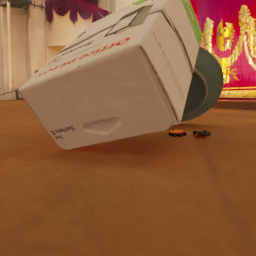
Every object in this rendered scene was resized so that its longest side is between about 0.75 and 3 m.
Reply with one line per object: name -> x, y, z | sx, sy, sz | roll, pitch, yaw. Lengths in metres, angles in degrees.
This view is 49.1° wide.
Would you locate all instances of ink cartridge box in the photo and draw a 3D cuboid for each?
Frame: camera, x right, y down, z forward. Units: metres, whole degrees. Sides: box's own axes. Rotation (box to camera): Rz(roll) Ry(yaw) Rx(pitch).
ink cartridge box -> -0.056, -1.107, 4.591 | 2.035, 1.175, 2.797 | -13, 33, 30

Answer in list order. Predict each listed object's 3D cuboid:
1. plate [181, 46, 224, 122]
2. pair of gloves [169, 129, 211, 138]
plate -> 1.082, -0.972, 7.268 | 2.746, 2.746, 0.351 | 1, 47, 5
pair of gloves -> 1.305, 0.102, 5.938 | 0.862, 0.107, 0.768 | 3, 7, 19
